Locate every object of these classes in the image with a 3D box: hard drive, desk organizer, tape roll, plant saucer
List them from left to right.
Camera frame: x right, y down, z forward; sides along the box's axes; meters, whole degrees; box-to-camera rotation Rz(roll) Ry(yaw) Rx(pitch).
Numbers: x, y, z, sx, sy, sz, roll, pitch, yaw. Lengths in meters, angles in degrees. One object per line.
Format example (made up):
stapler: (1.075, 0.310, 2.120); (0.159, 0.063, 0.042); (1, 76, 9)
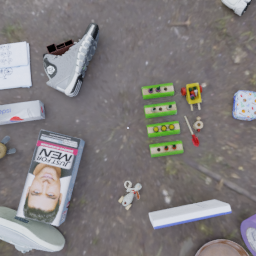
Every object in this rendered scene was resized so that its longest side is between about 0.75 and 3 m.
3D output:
desk organizer: (-2.574, -3.106, 10.789); (1.052, 0.405, 0.377); (-24, 82, -3)
hard drive: (1.954, 2.826, 9.298); (2.420, 1.596, 0.307); (-11, 81, -2)
plant saucer: (3.215, 4.900, 9.622); (2.123, 0.366, 2.123); (0, 81, 1)
tape roll: (4.510, 3.618, 9.130); (0.672, 1.582, 1.582); (-21, 82, -19)

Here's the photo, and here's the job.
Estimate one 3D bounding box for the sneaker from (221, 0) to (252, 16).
sneaker: (4.713, -5.818, 10.947); (1.136, 1.054, 2.804); (32, 82, 13)

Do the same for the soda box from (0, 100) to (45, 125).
soda box: (-4.048, -0.556, 10.321); (1.818, 0.577, 0.621); (-7, 82, -1)

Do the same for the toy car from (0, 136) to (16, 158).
toy car: (-4.717, 0.826, 10.003); (1.236, 0.975, 1.016); (-25, 90, -15)

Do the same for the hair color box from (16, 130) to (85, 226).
hair color box: (-2.642, 1.699, 9.819); (1.476, 0.904, 2.982); (13, 82, 2)

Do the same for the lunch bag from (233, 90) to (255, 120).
lunch bag: (4.361, -0.865, 10.459); (0.894, 0.421, 1.115); (7, 82, 3)

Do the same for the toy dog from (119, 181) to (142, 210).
toy dog: (0.081, 2.404, 9.924); (0.672, 0.491, 1.019); (19, 82, 3)

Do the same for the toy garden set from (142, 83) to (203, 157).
toy garden set: (1.786, -0.415, 10.319); (2.241, 0.537, 2.689); (-8, 82, -1)

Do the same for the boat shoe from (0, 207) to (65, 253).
boat shoe: (-3.530, 3.665, 9.612); (2.757, 0.962, 0.982); (23, 102, 2)

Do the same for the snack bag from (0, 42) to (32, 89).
snack bag: (-4.639, -2.357, 10.787); (1.730, 0.196, 1.835); (-7, 82, -1)

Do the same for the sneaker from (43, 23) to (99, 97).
sneaker: (-2.258, -2.769, 10.416); (1.689, 1.097, 2.924); (20, 83, 5)
